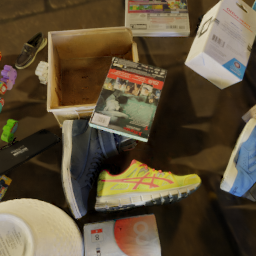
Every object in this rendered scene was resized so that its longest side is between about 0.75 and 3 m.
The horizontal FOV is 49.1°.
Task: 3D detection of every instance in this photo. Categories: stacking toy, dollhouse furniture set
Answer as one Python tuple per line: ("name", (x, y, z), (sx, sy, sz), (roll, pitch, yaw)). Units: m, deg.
("stacking toy", (-3.829, -1.059, 8.429), (2.135, 0.665, 2.832), (17, 69, 9))
("dollhouse furniture set", (5.668, -0.203, 8.054), (2.941, 2.396, 2.797), (-13, 61, -44))

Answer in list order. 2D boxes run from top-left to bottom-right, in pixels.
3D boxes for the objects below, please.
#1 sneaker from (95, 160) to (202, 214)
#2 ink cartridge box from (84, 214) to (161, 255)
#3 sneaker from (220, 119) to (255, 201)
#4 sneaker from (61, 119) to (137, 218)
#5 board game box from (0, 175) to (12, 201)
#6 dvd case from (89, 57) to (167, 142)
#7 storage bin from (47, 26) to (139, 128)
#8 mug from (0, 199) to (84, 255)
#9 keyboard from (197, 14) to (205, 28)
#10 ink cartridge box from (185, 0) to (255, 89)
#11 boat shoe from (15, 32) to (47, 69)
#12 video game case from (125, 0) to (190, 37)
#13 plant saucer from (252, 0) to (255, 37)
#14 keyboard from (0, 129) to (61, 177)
("sneaker", (0.476, 1.336, 7.070), (2.729, 1.067, 1.232), (-7, 63, -3))
("ink cartridge box", (-0.069, 3.226, 6.472), (1.761, 0.545, 2.172), (-8, 62, -3))
("sneaker", (3.381, 0.856, 7.378), (1.196, 0.825, 2.150), (23, 71, 16))
("sneaker", (-0.681, 0.870, 7.282), (1.938, 1.020, 2.682), (-7, 65, 0))
("board game box", (-4.552, 1.733, 7.091), (2.388, 0.677, 1.974), (19, 69, 8))
("dvd case", (0.042, -0.790, 7.169), (1.508, 0.227, 2.066), (15, 66, 5))
("storage bin", (-0.908, -1.506, 8.259), (2.596, 1.225, 2.614), (-6, 65, -2))
("mug", (-1.999, 2.840, 5.550), (2.145, 2.547, 2.905), (-19, 67, -8))
("keyboard", (2.918, -3.508, 9.779), (0.799, 0.130, 1.258), (-32, 69, -14))
("ink cartridge box", (2.974, -2.737, 8.655), (1.528, 0.880, 2.638), (30, 68, -14))
("boat shoe", (-3.227, -2.583, 9.160), (0.534, 0.473, 1.458), (24, 68, 10))
("video game case", (1.014, -4.095, 9.979), (2.218, 0.255, 2.021), (0, 66, 1))
("plant saucer", (5.393, -3.817, 9.093), (2.643, 0.475, 2.643), (-12, 71, 39))
("keyboard", (-2.912, 0.705, 7.494), (1.109, 0.422, 2.130), (29, 44, 33))
